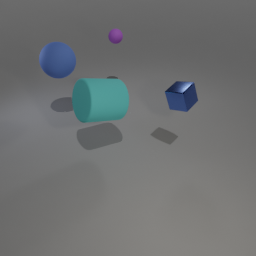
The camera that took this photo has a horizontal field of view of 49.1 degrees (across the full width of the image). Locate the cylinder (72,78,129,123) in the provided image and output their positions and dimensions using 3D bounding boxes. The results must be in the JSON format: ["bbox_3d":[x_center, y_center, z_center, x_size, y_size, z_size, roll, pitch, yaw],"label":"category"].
[{"bbox_3d":[-0.915,-0.916,9.209,1.400,1.400,1.400,-6,30,-35],"label":"cylinder"}]

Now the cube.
[{"bbox_3d":[1.724,-1.022,9.001,0.700,0.700,0.700,13,45,44],"label":"cube"}]

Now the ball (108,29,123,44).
[{"bbox_3d":[-0.603,-4.459,13.619,0.700,0.700,0.700,0,32,0],"label":"ball"}]

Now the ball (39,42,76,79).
[{"bbox_3d":[-2.748,-2.650,10.978,1.400,1.400,1.400,0,32,0],"label":"ball"}]
